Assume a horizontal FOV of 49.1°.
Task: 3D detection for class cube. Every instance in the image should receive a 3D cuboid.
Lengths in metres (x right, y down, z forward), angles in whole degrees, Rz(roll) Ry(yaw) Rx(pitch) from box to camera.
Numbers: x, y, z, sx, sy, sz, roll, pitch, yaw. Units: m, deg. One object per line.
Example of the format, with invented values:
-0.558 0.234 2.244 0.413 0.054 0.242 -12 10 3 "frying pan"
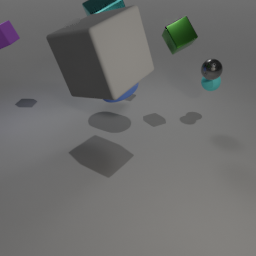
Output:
-0.530 -1.552 5.860 1.400 1.400 1.400 10 40 41 "cube"
-4.497 -3.325 10.057 0.700 0.700 0.700 -13 32 22 "cube"
-0.859 -4.643 11.680 1.400 1.400 1.400 -29 47 -3 "cube"
1.503 -2.703 8.230 0.700 0.700 0.700 -29 1 -2 "cube"

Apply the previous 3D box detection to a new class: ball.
3.065 -1.714 10.346 0.700 0.700 0.700 0 29 0 "ball"
2.784 -1.948 9.314 0.700 0.700 0.700 0 29 0 "ball"

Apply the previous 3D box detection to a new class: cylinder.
-0.523 -1.812 9.342 1.400 1.400 1.400 -16 40 14 "cylinder"
